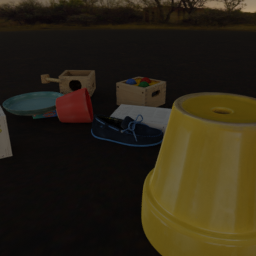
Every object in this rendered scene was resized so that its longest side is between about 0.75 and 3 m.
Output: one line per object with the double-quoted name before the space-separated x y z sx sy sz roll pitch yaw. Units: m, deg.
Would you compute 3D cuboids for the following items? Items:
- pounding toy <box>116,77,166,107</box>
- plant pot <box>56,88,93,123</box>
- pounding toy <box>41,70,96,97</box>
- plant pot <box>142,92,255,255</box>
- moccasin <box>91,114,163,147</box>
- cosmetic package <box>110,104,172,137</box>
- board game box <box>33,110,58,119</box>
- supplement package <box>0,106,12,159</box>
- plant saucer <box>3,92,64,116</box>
"pounding toy" 0.342 -1.456 10.293 2.056 0.941 1.806 19 30 36
"plant pot" -1.600 -0.615 8.376 0.929 1.050 1.050 -10 23 2
"pounding toy" -2.324 -1.621 10.743 1.931 0.884 1.697 1 23 2
"plant pot" 1.294 0.621 4.137 2.151 2.024 2.151 0 22 0
"moccasin" -0.065 0.024 7.207 1.952 0.666 0.785 5 24 12
"cosmetic package" 0.404 -0.243 8.126 1.669 0.431 1.258 7 22 15
"board game box" -2.588 -0.587 9.173 1.025 0.231 0.780 -7 24 -15
"supplement package" -3.141 0.111 6.542 0.573 1.033 0.804 -13 27 -28
"plant saucer" -2.987 -0.788 9.053 1.943 0.266 1.943 -2 23 1
